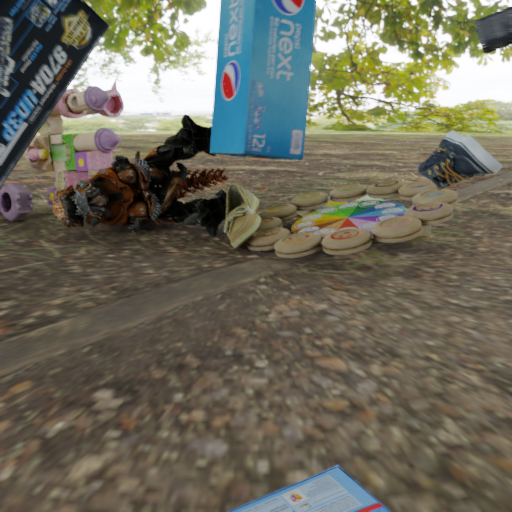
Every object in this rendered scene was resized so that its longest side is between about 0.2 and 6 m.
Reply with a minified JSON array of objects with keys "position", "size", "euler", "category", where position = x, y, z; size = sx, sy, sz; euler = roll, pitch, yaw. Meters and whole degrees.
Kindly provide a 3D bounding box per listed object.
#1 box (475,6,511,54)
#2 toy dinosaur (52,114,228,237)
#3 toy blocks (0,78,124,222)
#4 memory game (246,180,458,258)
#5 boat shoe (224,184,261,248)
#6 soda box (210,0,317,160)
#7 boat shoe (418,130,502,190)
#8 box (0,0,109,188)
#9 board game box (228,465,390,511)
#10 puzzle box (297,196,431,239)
[{"position":[4.095,-3.712,9.075],"size":[0.912,0.476,0.675],"euler":[-16,3,25],"category":"box"},{"position":[-1.900,-1.465,10.974],"size":[2.773,2.087,4.085],"euler":[-9,30,36],"category":"toy dinosaur"},{"position":[-3.721,-2.172,11.646],"size":[2.436,2.704,2.894],"euler":[5,12,37],"category":"toy blocks"},{"position":[1.541,-0.742,9.671],"size":[3.742,0.238,3.742],"euler":[-11,19,4],"category":"memory game"},{"position":[-0.305,-0.725,9.615],"size":[0.656,0.566,1.799],"euler":[-39,20,22],"category":"boat shoe"},{"position":[0.112,-3.069,8.103],"size":[1.045,3.258,1.105],"euler":[0,9,-31],"category":"soda box"},{"position":[2.455,-1.082,6.874],"size":[0.536,0.688,1.516],"euler":[41,16,-8],"category":"boat shoe"},{"position":[-3.486,-2.465,6.585],"size":[0.692,3.009,2.392],"euler":[4,-28,47],"category":"box"},{"position":[0.367,1.642,2.266],"size":[1.316,0.318,1.739],"euler":[-9,18,-30],"category":"board game box"},{"position":[2.005,-0.808,11.125],"size":[1.804,0.345,2.711],"euler":[-4,16,-11],"category":"puzzle box"}]
